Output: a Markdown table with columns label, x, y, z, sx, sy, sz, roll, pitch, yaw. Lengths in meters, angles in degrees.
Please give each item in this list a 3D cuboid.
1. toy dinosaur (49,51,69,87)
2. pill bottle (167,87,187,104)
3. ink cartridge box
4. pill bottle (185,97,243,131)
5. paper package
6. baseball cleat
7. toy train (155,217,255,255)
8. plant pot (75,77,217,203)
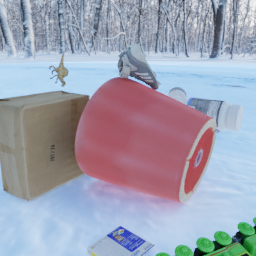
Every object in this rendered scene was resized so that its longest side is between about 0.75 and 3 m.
| label | x | y | z | sx | sy | sz | roll | pitch | yaw |
| --- | --- | --- | --- | --- | --- | --- | --- | --- | --- |
| toy dinosaur | -2.497 | -2.103 | 10.211 | 0.671 | 1.327 | 0.386 | -2 | -5 | 3 |
| pill bottle | 2.625 | -1.628 | 15.063 | 1.049 | 1.049 | 1.841 | 3 | 18 | 11 |
| ink cartridge box | -0.110 | 2.059 | 4.748 | 0.818 | 0.192 | 0.808 | 17 | 23 | 39 |
| pill bottle | 3.395 | -0.537 | 11.261 | 2.150 | 1.223 | 1.223 | 11 | 21 | 32 |
| paper package | -2.012 | 0.302 | 6.960 | 1.151 | 2.224 | 2.120 | 13 | 20 | 35 |
| baseball cleat | 0.221 | -1.318 | 6.633 | 0.794 | 1.491 | 0.520 | -32 | 46 | 5 |
| toy train | 1.486 | 2.028 | 4.360 | 2.520 | 0.526 | 0.711 | -9 | 30 | -25 |
| plant pot | 0.567 | 0.347 | 6.560 | 2.419 | 2.734 | 2.734 | 19 | 25 | 28 |
